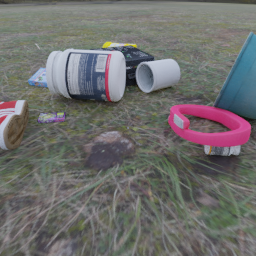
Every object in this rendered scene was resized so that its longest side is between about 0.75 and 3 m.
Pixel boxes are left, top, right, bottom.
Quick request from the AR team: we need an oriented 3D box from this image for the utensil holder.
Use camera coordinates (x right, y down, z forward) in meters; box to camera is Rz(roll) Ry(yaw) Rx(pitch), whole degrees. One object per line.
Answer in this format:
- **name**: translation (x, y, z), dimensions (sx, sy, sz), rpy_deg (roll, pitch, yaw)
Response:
- **utensil holder**: translation (1.285, -2.262, 11.901), dimensions (1.483, 1.260, 1.260), rpy_deg (-18, 34, -31)

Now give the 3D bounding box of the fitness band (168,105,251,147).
- **fitness band**: translation (2.384, -0.147, 8.491), dimensions (2.084, 0.543, 2.902), rpy_deg (2, 18, -6)

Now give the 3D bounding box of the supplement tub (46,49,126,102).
- **supplement tub**: translation (-1.542, -2.049, 10.835), dimensions (2.722, 1.910, 1.910), rpy_deg (5, 30, 9)

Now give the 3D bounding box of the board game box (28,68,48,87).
- **board game box**: translation (-3.548, -2.268, 12.655), dimensions (1.494, 0.273, 1.130), rpy_deg (9, 44, 16)

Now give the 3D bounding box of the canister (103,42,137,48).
- **canister**: translation (-0.463, -4.472, 16.234), dimensions (1.784, 0.772, 1.325), rpy_deg (7, 30, 9)

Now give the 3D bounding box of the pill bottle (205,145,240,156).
- **pill bottle**: translation (2.617, 0.512, 7.803), dimensions (0.878, 0.511, 0.511), rpy_deg (4, 30, 5)

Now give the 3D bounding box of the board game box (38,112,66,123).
- **board game box**: translation (-2.634, -0.370, 9.731), dimensions (0.883, 0.143, 0.530), rpy_deg (-3, 26, -5)

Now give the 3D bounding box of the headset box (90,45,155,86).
- **headset box**: translation (-0.280, -2.901, 13.027), dimensions (2.267, 1.208, 2.603), rpy_deg (-14, 33, -23)

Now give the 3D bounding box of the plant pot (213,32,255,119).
- **plant pot**: translation (4.616, -1.398, 9.298), dimensions (2.539, 2.702, 2.702), rpy_deg (27, 37, 14)

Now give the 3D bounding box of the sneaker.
- **sneaker**: translation (-3.997, -0.136, 8.433), dimensions (1.570, 0.994, 2.792), rpy_deg (-1, 22, -9)
